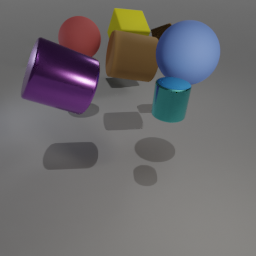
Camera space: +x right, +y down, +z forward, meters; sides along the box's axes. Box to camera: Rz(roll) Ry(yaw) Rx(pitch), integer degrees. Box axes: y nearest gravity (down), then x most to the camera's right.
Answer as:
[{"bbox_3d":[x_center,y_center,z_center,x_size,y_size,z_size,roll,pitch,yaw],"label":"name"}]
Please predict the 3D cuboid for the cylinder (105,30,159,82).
[{"bbox_3d":[0.114,-2.223,8.763,1.400,1.400,1.400,5,27,-16],"label":"cylinder"}]

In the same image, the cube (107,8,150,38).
[{"bbox_3d":[-0.005,-4.411,12.852,1.400,1.400,1.400,-4,61,-22],"label":"cube"}]

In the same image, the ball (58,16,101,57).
[{"bbox_3d":[-1.600,-2.969,9.301,1.400,1.400,1.400,0,29,0],"label":"ball"}]

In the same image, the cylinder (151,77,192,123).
[{"bbox_3d":[0.853,-0.570,5.590,0.700,0.700,0.700,4,31,-2],"label":"cylinder"}]

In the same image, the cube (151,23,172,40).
[{"bbox_3d":[1.246,-2.978,9.512,0.700,0.700,0.700,-14,67,16],"label":"cube"}]

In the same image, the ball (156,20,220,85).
[{"bbox_3d":[1.325,-1.666,6.267,1.400,1.400,1.400,0,29,0],"label":"ball"}]

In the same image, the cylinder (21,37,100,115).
[{"bbox_3d":[-1.558,-1.152,6.432,1.400,1.400,1.400,16,22,-26],"label":"cylinder"}]
